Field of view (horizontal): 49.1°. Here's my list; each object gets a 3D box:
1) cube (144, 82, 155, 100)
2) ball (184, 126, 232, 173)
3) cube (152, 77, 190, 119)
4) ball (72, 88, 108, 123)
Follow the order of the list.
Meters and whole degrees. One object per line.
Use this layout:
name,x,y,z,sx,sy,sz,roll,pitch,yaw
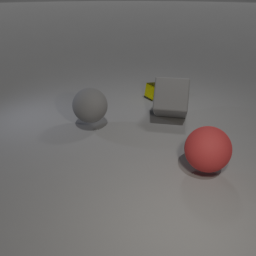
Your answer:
cube,1.358,-1.906,14.345,0.700,0.700,0.700,-10,31,-34
ball,2.414,0.639,8.473,1.400,1.400,1.400,0,28,0
cube,1.840,-1.257,11.914,1.400,1.400,1.400,5,-8,9
ball,-1.512,-0.904,11.177,1.400,1.400,1.400,0,28,0
